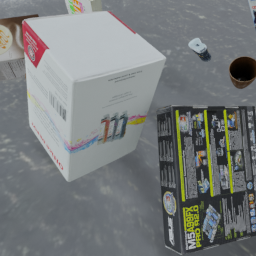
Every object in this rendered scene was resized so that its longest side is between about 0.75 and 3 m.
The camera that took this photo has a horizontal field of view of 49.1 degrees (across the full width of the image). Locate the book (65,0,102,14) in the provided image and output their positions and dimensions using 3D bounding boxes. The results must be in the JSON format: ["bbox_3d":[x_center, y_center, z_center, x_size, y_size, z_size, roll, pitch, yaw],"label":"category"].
[{"bbox_3d":[-1.046,-2.810,6.832,0.388,1.080,1.616,-26,47,-19],"label":"book"}]

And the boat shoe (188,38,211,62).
[{"bbox_3d":[1.552,-1.681,6.073,0.271,0.347,0.765,-32,30,14],"label":"boat shoe"}]

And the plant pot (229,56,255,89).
[{"bbox_3d":[3.077,-1.395,7.535,0.743,0.795,0.743,-5,71,14],"label":"plant pot"}]

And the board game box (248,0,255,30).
[{"bbox_3d":[3.903,-2.459,6.267,0.609,2.135,2.181,-40,33,-10],"label":"board game box"}]

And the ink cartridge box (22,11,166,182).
[{"bbox_3d":[-0.594,-0.460,4.136,1.373,1.898,1.379,-22,56,-33],"label":"ink cartridge box"}]

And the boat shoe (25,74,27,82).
[{"bbox_3d":[-1.638,-1.002,5.430,0.594,0.628,1.746,-16,18,9],"label":"boat shoe"}]

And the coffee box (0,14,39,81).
[{"bbox_3d":[-3.061,-1.848,6.692,2.159,0.861,1.235,-13,72,-11],"label":"coffee box"}]

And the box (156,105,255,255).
[{"bbox_3d":[1.302,0.684,4.318,1.651,0.456,2.061,-2,86,-24],"label":"box"}]
